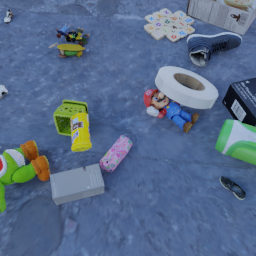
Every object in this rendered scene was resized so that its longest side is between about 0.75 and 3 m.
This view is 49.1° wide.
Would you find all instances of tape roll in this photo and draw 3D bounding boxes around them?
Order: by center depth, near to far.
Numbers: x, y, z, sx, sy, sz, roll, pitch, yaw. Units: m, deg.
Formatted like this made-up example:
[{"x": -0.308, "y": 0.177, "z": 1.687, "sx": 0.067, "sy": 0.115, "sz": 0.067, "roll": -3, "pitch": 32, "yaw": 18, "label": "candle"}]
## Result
[{"x": 2.126, "y": -1.501, "z": 10.135, "sx": 2.332, "sy": 0.426, "sz": 2.332, "roll": 14, "pitch": 34, "yaw": -10, "label": "tape roll"}]

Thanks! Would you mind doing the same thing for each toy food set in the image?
[{"x": -2.561, "y": -3.282, "z": 12.007, "sx": 1.443, "sy": 0.471, "sz": 0.849, "roll": 6, "pitch": 31, "yaw": 2, "label": "toy food set"}]

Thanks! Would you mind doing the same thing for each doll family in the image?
[{"x": -2.506, "y": -4.132, "z": 12.520, "sx": 1.526, "sy": 0.599, "sz": 0.882, "roll": 17, "pitch": 60, "yaw": 18, "label": "doll family"}]

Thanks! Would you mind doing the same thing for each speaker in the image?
[{"x": 4.260, "y": 0.666, "z": 8.680, "sx": 2.811, "sy": 1.243, "sz": 1.243, "roll": 20, "pitch": 57, "yaw": 14, "label": "speaker"}]

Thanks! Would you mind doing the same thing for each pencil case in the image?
[{"x": -0.381, "y": 0.828, "z": 8.980, "sx": 0.556, "sy": 0.556, "sz": 1.273, "roll": 29, "pitch": 59, "yaw": 19, "label": "pencil case"}]

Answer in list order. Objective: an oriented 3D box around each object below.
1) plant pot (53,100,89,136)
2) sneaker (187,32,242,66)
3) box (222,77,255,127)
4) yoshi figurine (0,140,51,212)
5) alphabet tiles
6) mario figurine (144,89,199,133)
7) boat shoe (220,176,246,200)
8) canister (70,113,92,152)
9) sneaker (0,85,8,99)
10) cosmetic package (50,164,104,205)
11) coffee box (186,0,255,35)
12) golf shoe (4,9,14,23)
[{"x": -1.860, "y": -0.370, "z": 9.581, "sx": 1.013, "sy": 1.018, "sz": 0.924, "roll": 7, "pitch": 48, "yaw": 5, "label": "plant pot"}, {"x": 3.584, "y": -3.229, "z": 11.570, "sx": 2.257, "sy": 0.858, "sz": 1.631, "roll": 1, "pitch": 43, "yaw": 12, "label": "sneaker"}, {"x": 4.648, "y": -0.811, "z": 9.830, "sx": 1.819, "sy": 1.068, "sz": 1.789, "roll": -15, "pitch": 56, "yaw": -12, "label": "box"}, {"x": -3.865, "y": 1.594, "z": 8.191, "sx": 2.922, "sy": 1.642, "sz": 1.636, "roll": -23, "pitch": 97, "yaw": -32, "label": "yoshi figurine"}, {"x": 1.952, "y": -4.889, "z": 13.268, "sx": 2.303, "sy": 0.168, "sz": 2.252, "roll": -30, "pitch": 59, "yaw": -19, "label": "alphabet tiles"}, {"x": 1.447, "y": -0.754, "z": 9.722, "sx": 2.035, "sy": 1.079, "sz": 1.256, "roll": 34, "pitch": 21, "yaw": 13, "label": "mario figurine"}, {"x": 3.179, "y": 1.764, "z": 8.466, "sx": 0.335, "sy": 0.298, "sz": 0.897, "roll": -29, "pitch": 60, "yaw": -19, "label": "boat shoe"}, {"x": -1.409, "y": 0.133, "z": 8.268, "sx": 0.442, "sy": 0.758, "sz": 1.021, "roll": 1, "pitch": 75, "yaw": -31, "label": "canister"}, {"x": -5.013, "y": -1.236, "z": 10.568, "sx": 0.440, "sy": 0.377, "sz": 1.011, "roll": 38, "pitch": 63, "yaw": 18, "label": "sneaker"}, {"x": -1.503, "y": 1.667, "z": 8.327, "sx": 1.490, "sy": 0.672, "sz": 0.796, "roll": -12, "pitch": 59, "yaw": -12, "label": "cosmetic package"}, {"x": 4.532, "y": -5.799, "z": 13.276, "sx": 2.982, "sy": 1.189, "sz": 1.706, "roll": 29, "pitch": 60, "yaw": 19, "label": "coffee box"}, {"x": -5.804, "y": -5.390, "z": 13.503, "sx": 0.308, "sy": 0.374, "sz": 0.791, "roll": 3, "pitch": 56, "yaw": 1, "label": "golf shoe"}]
